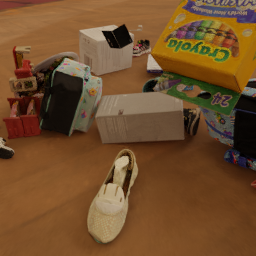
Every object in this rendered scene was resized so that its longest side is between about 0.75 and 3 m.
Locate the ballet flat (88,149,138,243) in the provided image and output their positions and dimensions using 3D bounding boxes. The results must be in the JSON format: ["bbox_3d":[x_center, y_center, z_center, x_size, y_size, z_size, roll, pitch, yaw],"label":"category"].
[{"bbox_3d":[-0.309,1.267,5.904,0.782,0.723,2.318,6,32,10],"label":"ballet flat"}]

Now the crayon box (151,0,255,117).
[{"bbox_3d":[1.673,-1.822,5.213,1.768,0.725,2.812,26,85,37],"label":"crayon box"}]

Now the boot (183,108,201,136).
[{"bbox_3d":[1.597,-0.291,8.621,1.172,0.570,1.557,10,29,15],"label":"boot"}]

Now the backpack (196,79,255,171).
[{"bbox_3d":[3.255,-0.208,7.143,2.649,1.952,2.902,-22,25,-34],"label":"backpack"}]

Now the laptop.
[{"bbox_3d":[-0.377,-3.180,9.728,0.841,0.746,0.434,19,61,42],"label":"laptop"}]

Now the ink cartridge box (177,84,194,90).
[{"bbox_3d":[2.166,-2.183,11.208,0.827,1.128,0.824,-3,31,-4],"label":"ink cartridge box"}]

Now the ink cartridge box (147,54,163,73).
[{"bbox_3d":[1.981,-2.871,13.000,2.177,0.480,2.218,3,33,6],"label":"ink cartridge box"}]

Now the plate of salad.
[{"bbox_3d":[-2.686,-1.651,9.647,2.565,2.565,0.616,-33,85,-42],"label":"plate of salad"}]

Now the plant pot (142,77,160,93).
[{"bbox_3d":[1.085,-1.433,10.282,0.948,0.948,0.928,9,25,15],"label":"plant pot"}]

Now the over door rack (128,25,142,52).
[{"bbox_3d":[-0.169,-4.454,14.640,1.956,0.651,1.445,-1,71,25],"label":"over door rack"}]

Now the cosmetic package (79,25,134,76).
[{"bbox_3d":[-1.024,-3.646,13.006,1.965,1.635,1.645,-22,44,-32],"label":"cosmetic package"}]

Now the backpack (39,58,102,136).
[{"bbox_3d":[-1.689,-1.029,8.584,1.709,1.960,2.230,10,29,-15],"label":"backpack"}]

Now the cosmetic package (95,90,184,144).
[{"bbox_3d":[0.402,-0.323,7.960,2.363,1.066,1.262,-7,33,10],"label":"cosmetic package"}]

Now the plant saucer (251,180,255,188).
[{"bbox_3d":[4.572,0.632,5.775,2.897,0.532,2.891,-21,-7,-31],"label":"plant saucer"}]

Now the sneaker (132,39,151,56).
[{"bbox_3d":[0.593,-4.397,15.222,1.749,0.765,0.645,-26,40,-36],"label":"sneaker"}]

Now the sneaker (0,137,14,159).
[{"bbox_3d":[-3.401,0.466,7.535,1.066,0.402,0.613,8,34,18],"label":"sneaker"}]

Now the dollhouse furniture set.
[{"bbox_3d":[-3.143,-1.020,8.077,0.957,2.354,1.267,-6,34,-12],"label":"dollhouse furniture set"}]
